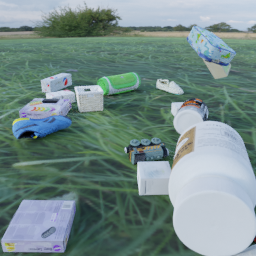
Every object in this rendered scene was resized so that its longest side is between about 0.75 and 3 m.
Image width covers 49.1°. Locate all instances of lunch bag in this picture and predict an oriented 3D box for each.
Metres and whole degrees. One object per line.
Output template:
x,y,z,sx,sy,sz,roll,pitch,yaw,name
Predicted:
2.764,-2.713,9.329,1.248,0.640,1.553,8,39,-28,lunch bag

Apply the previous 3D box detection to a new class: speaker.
-0.461,-2.394,15.094,2.321,1.027,1.027,-17,28,-35,speaker

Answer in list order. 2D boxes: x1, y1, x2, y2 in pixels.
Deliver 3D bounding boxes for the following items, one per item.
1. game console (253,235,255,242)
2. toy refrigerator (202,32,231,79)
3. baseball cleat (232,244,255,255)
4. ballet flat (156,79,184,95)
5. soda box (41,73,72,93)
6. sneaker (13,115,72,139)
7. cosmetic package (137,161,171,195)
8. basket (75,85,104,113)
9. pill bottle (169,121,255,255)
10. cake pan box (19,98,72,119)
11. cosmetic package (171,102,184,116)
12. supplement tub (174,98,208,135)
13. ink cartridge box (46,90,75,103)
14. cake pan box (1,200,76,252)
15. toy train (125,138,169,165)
3.878,2.040,5.329,2.361,0.367,2.088,-17,29,-36,game console
3.612,-2.998,11.719,0.656,1.874,0.711,-5,48,47,toy refrigerator
2.625,2.303,4.202,2.143,0.747,1.140,9,25,19,baseball cleat
2.236,-2.300,15.364,0.681,0.681,1.898,-18,29,-36,ballet flat
-4.025,-2.584,15.928,0.644,0.689,2.022,10,25,22,soda box
-2.950,0.054,9.882,2.078,0.685,0.815,-6,51,-31,sneaker
0.674,1.245,7.038,0.825,0.507,0.822,0,23,-3,cosmetic package
-1.747,-1.343,12.645,1.159,0.940,1.169,-6,24,-15,basket
1.723,1.076,5.825,1.681,1.681,2.939,6,21,13,pill bottle
-3.456,-0.809,11.995,1.702,0.483,1.848,4,23,4,cake pan box
2.317,-0.761,11.859,0.780,0.481,0.782,-3,21,-7,cosmetic package
2.371,-0.451,10.329,1.086,1.086,1.773,8,23,18,supplement tub
-3.247,-1.460,13.515,1.155,0.478,0.846,-16,27,-33,ink cartridge box
-1.733,1.920,5.665,1.168,0.332,1.268,2,23,-2,cake pan box
0.575,0.701,8.378,1.301,0.554,0.742,-5,36,-16,toy train
